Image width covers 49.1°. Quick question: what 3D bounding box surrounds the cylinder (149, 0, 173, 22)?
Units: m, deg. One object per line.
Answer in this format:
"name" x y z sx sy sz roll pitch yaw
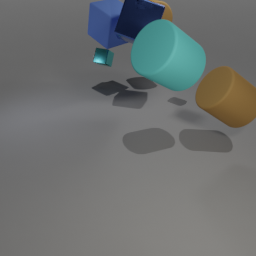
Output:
"cylinder" 1.037 -4.879 12.318 1.400 1.400 1.400 -9 30 -16

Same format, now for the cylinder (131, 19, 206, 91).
"cylinder" 1.024 -1.787 7.110 1.400 1.400 1.400 15 12 -46

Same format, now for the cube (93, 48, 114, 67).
"cube" -1.180 -3.439 13.648 0.700 0.700 0.700 14 5 20

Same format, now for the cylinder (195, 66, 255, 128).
"cylinder" 3.002 -0.905 8.380 1.400 1.400 1.400 27 18 -26

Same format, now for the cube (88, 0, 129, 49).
"cube" -0.705 -4.418 11.815 1.400 1.400 1.400 -29 59 -34

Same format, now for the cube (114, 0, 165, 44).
"cube" 0.419 -3.839 10.277 1.400 1.400 1.400 20 11 -1
